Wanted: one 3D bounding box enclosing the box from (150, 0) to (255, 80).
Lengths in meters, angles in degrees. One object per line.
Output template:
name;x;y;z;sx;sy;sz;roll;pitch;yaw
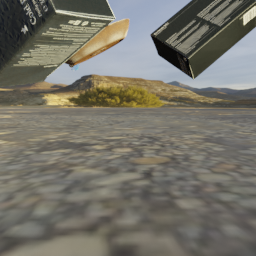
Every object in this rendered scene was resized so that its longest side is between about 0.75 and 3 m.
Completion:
box;1.998;-2.605;7.471;1.593;2.256;0.890;48;-4;36

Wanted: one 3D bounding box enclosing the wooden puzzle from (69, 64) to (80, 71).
wooden puzzle;-1.656;-3.083;10.692;0.277;2.366;1.596;37;26;-5

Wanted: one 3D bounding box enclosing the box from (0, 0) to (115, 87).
box;-2.194;-2.711;5.819;2.707;2.754;1.707;-28;-3;38

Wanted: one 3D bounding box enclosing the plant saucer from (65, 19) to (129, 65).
plant saucer;-0.883;-2.246;7.634;2.249;0.411;2.249;-27;12;6
